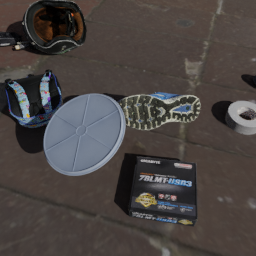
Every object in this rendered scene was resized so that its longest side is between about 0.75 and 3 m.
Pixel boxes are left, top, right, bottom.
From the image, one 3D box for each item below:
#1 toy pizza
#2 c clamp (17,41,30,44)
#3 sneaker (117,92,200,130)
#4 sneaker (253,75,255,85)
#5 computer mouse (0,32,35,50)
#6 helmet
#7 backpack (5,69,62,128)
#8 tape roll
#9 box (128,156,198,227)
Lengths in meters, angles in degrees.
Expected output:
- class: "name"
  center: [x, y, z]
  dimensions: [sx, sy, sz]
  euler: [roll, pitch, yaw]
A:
- class: "toy pizza"
  center: [-1.098, 0.138, 7.051]
  dimensions: [2.259, 0.358, 2.259]
  euler: [-9, 61, 17]
- class: "c clamp"
  center: [-4.387, -4.523, 13.222]
  dimensions: [1.826, 0.290, 2.138]
  euler: [-7, 44, -24]
- class: "sneaker"
  center: [0.759, -0.528, 8.061]
  dimensions: [2.504, 0.983, 1.116]
  euler: [-2, 11, -20]
- class: "sneaker"
  center: [5.949, -1.596, 10.409]
  dimensions: [0.874, 1.022, 2.491]
  euler: [-37, 58, -28]
- class: "computer mouse"
  center: [-5.318, -3.867, 12.774]
  dimensions: [2.299, 0.529, 1.614]
  euler: [-9, 44, -23]
- class: "helmet"
  center: [-3.170, -4.257, 11.881]
  dimensions: [2.291, 2.403, 2.403]
  euler: [-1, 48, 16]
- class: "backpack"
  center: [-3.074, -0.817, 9.498]
  dimensions: [1.843, 1.358, 2.019]
  euler: [-17, 50, -14]
- class: "tape roll"
  center: [4.075, -0.373, 9.745]
  dimensions: [1.260, 0.416, 1.260]
  euler: [0, 48, 0]
- class: "box"
  center: [1.016, 1.716, 7.910]
  dimensions: [1.817, 0.451, 1.803]
  euler: [7, 50, 6]
